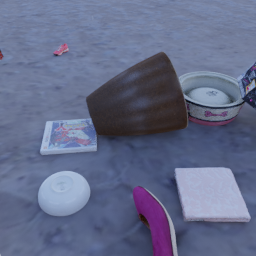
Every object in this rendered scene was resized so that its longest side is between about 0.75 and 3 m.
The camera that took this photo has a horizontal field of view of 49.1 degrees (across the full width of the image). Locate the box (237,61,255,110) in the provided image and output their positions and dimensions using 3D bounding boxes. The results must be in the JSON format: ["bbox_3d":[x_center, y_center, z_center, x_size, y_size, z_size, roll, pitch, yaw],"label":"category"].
[{"bbox_3d":[4.376,-0.987,8.054,2.045,1.173,1.351,34,37,-12],"label":"box"}]

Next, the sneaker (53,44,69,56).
[{"bbox_3d":[-3.123,-3.634,12.901,0.330,0.388,0.895,20,42,25],"label":"sneaker"}]

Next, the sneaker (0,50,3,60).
[{"bbox_3d":[-4.154,-2.255,8.734,0.388,0.367,0.944,-22,18,-11],"label":"sneaker"}]

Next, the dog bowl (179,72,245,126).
[{"bbox_3d":[2.590,-0.948,9.014,2.283,0.842,2.283,0,37,0],"label":"dog bowl"}]

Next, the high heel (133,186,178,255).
[{"bbox_3d":[0.364,2.161,5.028,1.278,0.896,2.658,-31,35,-8],"label":"high heel"}]

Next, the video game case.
[{"bbox_3d":[-1.660,0.209,8.043,1.505,0.173,1.371,-4,38,-5],"label":"video game case"}]

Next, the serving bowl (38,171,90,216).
[{"bbox_3d":[-1.457,1.387,6.328,1.179,0.388,1.179,0,38,0],"label":"serving bowl"}]

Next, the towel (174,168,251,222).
[{"bbox_3d":[1.837,1.475,6.338,1.401,0.236,1.467,-1,37,0],"label":"towel"}]

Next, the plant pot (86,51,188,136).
[{"bbox_3d":[0.135,-0.677,7.857,2.401,2.244,2.244,-18,39,-1],"label":"plant pot"}]
